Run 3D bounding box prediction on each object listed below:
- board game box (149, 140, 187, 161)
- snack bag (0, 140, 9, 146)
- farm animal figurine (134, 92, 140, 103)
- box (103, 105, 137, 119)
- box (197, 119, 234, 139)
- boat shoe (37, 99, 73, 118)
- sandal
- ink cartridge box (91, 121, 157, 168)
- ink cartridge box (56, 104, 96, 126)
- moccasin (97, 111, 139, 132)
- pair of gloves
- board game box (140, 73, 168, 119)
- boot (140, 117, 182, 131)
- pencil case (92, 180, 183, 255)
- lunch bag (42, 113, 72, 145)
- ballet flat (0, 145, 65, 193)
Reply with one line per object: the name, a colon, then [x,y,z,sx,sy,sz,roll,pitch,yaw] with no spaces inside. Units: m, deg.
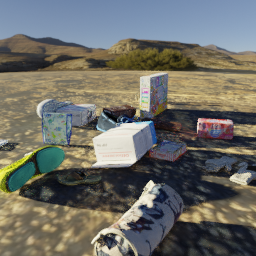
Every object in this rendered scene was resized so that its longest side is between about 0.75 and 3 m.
board game box: [1.245,0.678,8.583,0.800,0.244,1.056,9,18,31]
snack bag: [-4.644,0.539,9.407,0.904,0.097,0.852,2,15,9]
farm animal figurine: [1.069,-1.922,17.779,1.080,0.672,1.337,-22,22,-8]
box: [-0.395,-0.696,13.080,1.486,0.557,0.744,-14,27,-39]
box: [3.213,0.025,10.348,1.252,0.598,0.624,4,15,13]
boat shoe: [-3.400,-0.745,12.821,0.902,1.046,2.906,-6,2,14]
sandal: [-1.161,1.154,6.700,1.041,0.297,0.413,-2,15,-7]
ink cartridge box: [-0.119,0.430,8.151,1.267,0.741,2.185,-6,12,25]
ink cartridge box: [-2.290,-0.612,12.557,1.201,0.690,1.654,4,15,15]
moccasin: [-0.227,-0.119,10.237,2.395,0.817,0.964,14,11,30]
pair of gloves: [2.765,1.019,7.322,1.187,0.245,1.396,-11,18,-35]
board game box: [1.370,-1.703,14.185,0.502,1.972,2.934,7,17,23]
boot: [1.329,-0.091,11.242,1.392,0.447,1.298,19,26,39]
pencil case: [0.223,1.522,4.448,0.807,0.702,1.805,35,28,19]
lunch bag: [-2.388,0.030,9.447,0.908,1.068,0.681,2,3,6]
ballet flat: [-2.437,0.918,6.891,0.711,0.708,2.120,2,16,23]
